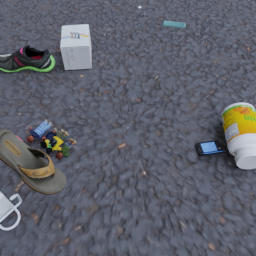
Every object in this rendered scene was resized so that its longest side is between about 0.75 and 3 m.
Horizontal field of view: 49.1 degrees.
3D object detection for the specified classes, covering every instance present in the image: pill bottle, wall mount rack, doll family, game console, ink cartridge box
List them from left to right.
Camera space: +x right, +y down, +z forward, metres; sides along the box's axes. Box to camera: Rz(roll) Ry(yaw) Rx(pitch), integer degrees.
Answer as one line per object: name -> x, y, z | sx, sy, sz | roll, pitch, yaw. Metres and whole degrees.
wall mount rack -> -4.148, 2.268, 7.982 | 2.037, 0.759, 1.770 | 32, 58, 24
doll family -> -2.660, 0.418, 9.557 | 1.728, 0.678, 0.999 | 26, 60, 25
ink cartridge box -> -2.237, -3.529, 12.262 | 1.212, 1.217, 1.676 | -4, 52, -3
game console -> 2.807, 0.655, 9.416 | 0.872, 0.507, 0.767 | -7, 52, -6
pill bottle -> 3.854, 0.265, 9.315 | 1.147, 1.147, 2.066 | 2, 52, 1

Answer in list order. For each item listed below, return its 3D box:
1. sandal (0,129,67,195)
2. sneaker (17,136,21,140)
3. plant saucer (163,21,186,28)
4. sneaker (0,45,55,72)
sandal -> -2.041, 0.739, 6.160 | 0.559, 2.049, 0.837 | -23, 31, 24
sneaker -> -3.517, 0.850, 9.058 | 0.701, 0.825, 1.901 | -36, 61, -25
plant saucer -> 2.384, -5.342, 14.417 | 1.161, 0.110, 0.406 | 8, 52, 5
sneaker -> -4.480, -3.042, 11.946 | 2.653, 1.111, 1.018 | -2, 52, -2
